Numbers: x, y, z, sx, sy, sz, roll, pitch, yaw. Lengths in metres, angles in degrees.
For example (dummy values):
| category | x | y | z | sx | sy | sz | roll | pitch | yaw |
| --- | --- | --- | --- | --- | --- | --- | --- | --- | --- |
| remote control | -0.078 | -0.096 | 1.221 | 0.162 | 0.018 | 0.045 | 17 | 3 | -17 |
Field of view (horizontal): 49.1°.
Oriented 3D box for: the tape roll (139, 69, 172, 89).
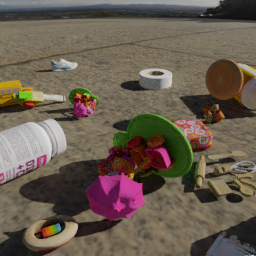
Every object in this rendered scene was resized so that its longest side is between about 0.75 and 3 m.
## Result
| category | x | y | z | sx | sy | sz | roll | pitch | yaw |
| --- | --- | --- | --- | --- | --- | --- | --- | --- | --- |
| tape roll | 1.577 | -2.820 | 15.989 | 1.878 | 0.657 | 1.878 | 0 | 27 | 0 |

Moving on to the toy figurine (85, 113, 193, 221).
| category | x | y | z | sx | sy | sz | roll | pitch | yaw |
| --- | --- | --- | --- | --- | --- | --- | --- | --- | --- |
| toy figurine | -0.154 | 1.191 | 7.443 | 2.870 | 2.154 | 2.641 | -4 | 28 | 45 |

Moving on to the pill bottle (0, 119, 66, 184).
| category | x | y | z | sx | sy | sz | roll | pitch | yaw |
| --- | --- | --- | --- | --- | --- | --- | --- | --- | --- |
| pill bottle | -3.267 | 0.665 | 8.494 | 2.527 | 1.433 | 1.433 | -25 | 37 | -39 |

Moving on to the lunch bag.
| category | x | y | z | sx | sy | sz | roll | pitch | yaw |
| --- | --- | --- | --- | --- | --- | --- | --- | --- | --- |
| lunch bag | 2.204 | 0.223 | 10.202 | 1.352 | 0.629 | 1.535 | -5 | 28 | -10 |

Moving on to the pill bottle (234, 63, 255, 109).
| category | x | y | z | sx | sy | sz | roll | pitch | yaw |
| --- | --- | --- | --- | --- | --- | --- | --- | --- | --- |
| pill bottle | 5.759 | -1.919 | 13.252 | 1.605 | 1.605 | 2.938 | -4 | 29 | -7 |

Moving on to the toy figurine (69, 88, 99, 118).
| category | x | y | z | sx | sy | sz | roll | pitch | yaw |
| --- | --- | --- | --- | --- | --- | --- | --- | --- | --- |
| toy figurine | -1.922 | -0.932 | 12.418 | 1.440 | 1.081 | 1.325 | 16 | 36 | -23 |

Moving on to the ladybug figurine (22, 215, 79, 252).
| category | x | y | z | sx | sy | sz | roll | pitch | yaw |
| --- | --- | --- | --- | --- | --- | --- | --- | --- | --- |
| ladybug figurine | -1.699 | 2.385 | 6.275 | 1.230 | 0.442 | 0.835 | -10 | 29 | -19 |

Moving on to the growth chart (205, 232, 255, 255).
| category | x | y | z | sx | sy | sz | roll | pitch | yaw |
| --- | --- | --- | --- | --- | --- | --- | --- | --- | --- |
| growth chart | 2.383 | 2.806 | 5.818 | 1.064 | 0.130 | 1.470 | -21 | 34 | -35 |

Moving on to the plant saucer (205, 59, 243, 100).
| category | x | y | z | sx | sy | sz | roll | pitch | yaw |
| --- | --- | --- | --- | --- | --- | --- | --- | --- | --- |
| plant saucer | 3.777 | -1.921 | 11.170 | 0.262 | 1.621 | 1.621 | -15 | 31 | -39 |

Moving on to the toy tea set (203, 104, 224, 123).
| category | x | y | z | sx | sy | sz | roll | pitch | yaw |
| --- | --- | --- | --- | --- | --- | --- | --- | --- | --- |
| toy tea set | 3.687 | -0.589 | 12.138 | 0.776 | 0.483 | 1.305 | -24 | 25 | 19 |

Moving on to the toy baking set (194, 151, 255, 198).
| category | x | y | z | sx | sy | sz | roll | pitch | yaw |
| --- | --- | --- | --- | --- | --- | --- | --- | --- | --- |
| toy baking set | 2.980 | 1.358 | 8.485 | 1.893 | 0.287 | 2.467 | 9 | 29 | 10 |

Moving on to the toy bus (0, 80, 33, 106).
| category | x | y | z | sx | sy | sz | roll | pitch | yaw |
| --- | --- | --- | --- | --- | --- | --- | --- | --- | --- |
| toy bus | -5.838 | -1.592 | 13.235 | 2.633 | 1.031 | 0.857 | -13 | 31 | -24 |

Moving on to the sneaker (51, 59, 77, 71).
| category | x | y | z | sx | sy | sz | roll | pitch | yaw |
| --- | --- | --- | --- | --- | --- | --- | --- | --- | --- |
| sneaker | -4.226 | -4.229 | 18.638 | 1.752 | 0.708 | 0.670 | -12 | 28 | -23 |

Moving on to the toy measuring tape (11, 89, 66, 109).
| category | x | y | z | sx | sy | sz | roll | pitch | yaw |
| --- | --- | --- | --- | --- | --- | --- | --- | --- | --- |
| toy measuring tape | -4.244 | -1.342 | 13.226 | 2.478 | 0.912 | 0.912 | 0 | 23 | -37 |
